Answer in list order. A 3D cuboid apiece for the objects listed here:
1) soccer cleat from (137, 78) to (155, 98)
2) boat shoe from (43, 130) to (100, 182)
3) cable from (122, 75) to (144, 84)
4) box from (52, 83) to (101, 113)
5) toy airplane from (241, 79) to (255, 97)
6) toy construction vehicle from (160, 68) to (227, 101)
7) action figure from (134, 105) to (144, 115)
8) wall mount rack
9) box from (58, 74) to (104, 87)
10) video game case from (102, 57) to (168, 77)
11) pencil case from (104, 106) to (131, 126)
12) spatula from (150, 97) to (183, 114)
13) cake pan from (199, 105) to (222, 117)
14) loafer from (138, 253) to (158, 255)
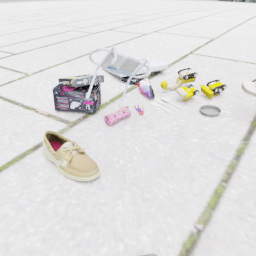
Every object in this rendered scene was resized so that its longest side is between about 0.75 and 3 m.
[{"bbox_3d":[0.808,-1.719,12.622,0.604,0.563,1.650,-20,32,6],"label":"soccer cleat"},{"bbox_3d":[-1.748,0.760,8.109,2.343,0.778,0.867,23,38,33],"label":"boat shoe"},{"bbox_3d":[0.224,-2.383,13.948,1.105,0.281,0.901,-7,36,-16],"label":"cable"},{"bbox_3d":[-2.007,-1.250,11.285,1.688,0.969,1.116,5,26,7],"label":"box"},{"bbox_3d":[5.889,-1.063,9.906,2.874,2.028,2.861,-10,43,-32],"label":"toy airplane"},{"bbox_3d":[2.893,-1.804,12.602,2.288,0.806,1.992,-20,47,-25],"label":"toy construction vehicle"},{"bbox_3d":[0.465,-0.793,11.146,0.249,0.377,0.763,-9,35,-14],"label":"action figure"},{"bbox_3d":[-0.391,-1.769,9.880,2.421,2.104,0.903,13,53,-31],"label":"wall mount rack"},{"bbox_3d":[-1.772,-1.804,10.666,1.376,0.338,1.109,-19,23,-42],"label":"box"},{"bbox_3d":[0.308,-3.337,15.136,2.793,0.331,2.543,-14,26,-23],"label":"video game case"},{"bbox_3d":[-0.383,-0.447,10.466,1.101,0.476,0.456,-27,66,-36],"label":"pencil case"},{"bbox_3d":[1.630,-0.953,11.658,0.887,0.102,1.276,-20,36,-31],"label":"spatula"},{"bbox_3d":[3.266,-0.673,11.126,0.850,0.156,0.850,0,31,0],"label":"cake pan"},{"bbox_3d":[0.007,2.711,5.142,1.487,0.467,0.534,-18,35,-27],"label":"loafer"}]
